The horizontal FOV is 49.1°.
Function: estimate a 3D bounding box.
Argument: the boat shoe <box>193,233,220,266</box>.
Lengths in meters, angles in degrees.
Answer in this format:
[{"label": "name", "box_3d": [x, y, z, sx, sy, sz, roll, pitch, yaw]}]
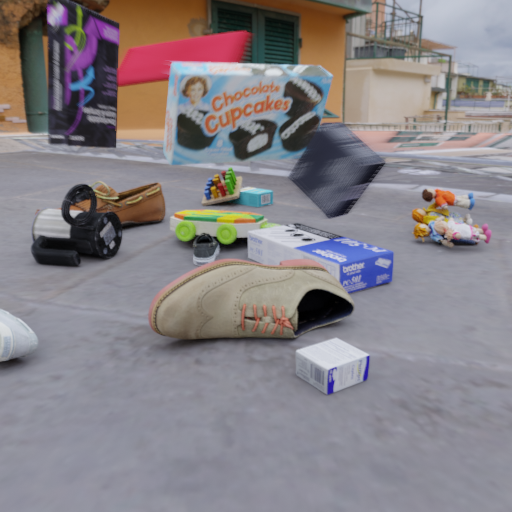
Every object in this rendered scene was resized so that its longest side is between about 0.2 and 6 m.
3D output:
[{"label": "boat shoe", "box_3d": [-0.992, -0.215, 11.111, 0.528, 0.436, 1.539, -1, 16, -3]}]

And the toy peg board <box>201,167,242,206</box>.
[{"label": "toy peg board", "box_3d": [-1.045, -2.053, 16.154, 1.093, 0.537, 1.098, -11, 35, 14]}]

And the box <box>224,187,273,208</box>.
[{"label": "box", "box_3d": [-0.337, -1.767, 16.451, 1.658, 0.408, 0.682, 14, 21, 39]}]

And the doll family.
[{"label": "doll family", "box_3d": [4.091, -0.657, 12.202, 1.356, 0.984, 2.184, 7, 34, 0]}]

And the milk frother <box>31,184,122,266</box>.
[{"label": "milk frother", "box_3d": [-3.602, -0.688, 10.737, 1.492, 1.587, 1.432, 5, 21, 17]}]

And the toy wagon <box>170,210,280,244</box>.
[{"label": "toy wagon", "box_3d": [-0.509, -0.650, 12.124, 2.560, 0.507, 1.987, 4, 11, 13]}]

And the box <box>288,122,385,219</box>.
[{"label": "box", "box_3d": [1.360, -1.473, 9.613, 1.112, 1.221, 0.636, 48, 36, 20]}]

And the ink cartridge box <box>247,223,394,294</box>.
[{"label": "ink cartridge box", "box_3d": [1.074, -0.016, 10.160, 1.251, 0.588, 2.661, -12, 20, -32]}]

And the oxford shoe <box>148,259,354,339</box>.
[{"label": "oxford shoe", "box_3d": [0.029, 0.627, 7.353, 2.815, 0.992, 1.053, -11, 26, -27]}]

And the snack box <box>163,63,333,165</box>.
[{"label": "snack box", "box_3d": [-0.169, -2.784, 11.023, 3.187, 1.851, 0.591, -8, 41, -24]}]

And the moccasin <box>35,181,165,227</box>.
[{"label": "moccasin", "box_3d": [-3.516, -1.188, 13.006, 3.185, 1.229, 1.165, -12, 20, -36]}]

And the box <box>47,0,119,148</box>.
[{"label": "box", "box_3d": [-2.510, -2.576, 8.259, 0.350, 1.941, 1.388, 8, 12, 15]}]

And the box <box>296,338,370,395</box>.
[{"label": "box", "box_3d": [0.861, 1.240, 6.347, 0.628, 0.329, 0.578, -11, 19, -32]}]

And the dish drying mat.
[{"label": "dish drying mat", "box_3d": [-1.838, -4.661, 13.368, 3.354, 0.305, 1.288, 3, 59, 26]}]

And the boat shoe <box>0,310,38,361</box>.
[{"label": "boat shoe", "box_3d": [-3.318, 0.966, 7.075, 1.682, 0.587, 0.599, 13, 1, 42]}]
